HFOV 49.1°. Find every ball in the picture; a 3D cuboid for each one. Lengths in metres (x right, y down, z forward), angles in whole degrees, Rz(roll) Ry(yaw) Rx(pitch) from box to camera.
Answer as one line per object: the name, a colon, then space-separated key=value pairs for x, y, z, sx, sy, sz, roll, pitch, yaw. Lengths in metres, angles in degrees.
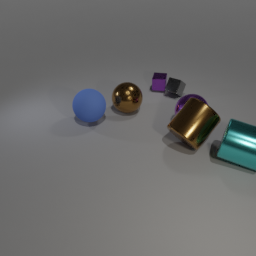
ball: x=2.632 y=-0.709 z=11.560 sx=1.400 sy=1.400 sz=1.400 roll=0 pitch=32 yaw=0
ball: x=-0.037 y=-1.363 z=12.623 sx=1.400 sy=1.400 sz=1.400 roll=0 pitch=32 yaw=0
ball: x=-1.614 y=-0.942 z=11.711 sx=1.400 sy=1.400 sz=1.400 roll=0 pitch=32 yaw=0

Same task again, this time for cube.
cube: x=1.662 y=-2.431 z=14.701 sx=0.700 sy=0.700 sz=0.700 roll=6 pitch=39 yaw=13
cube: x=2.403 y=-2.079 z=14.195 sx=0.700 sy=0.700 sz=0.700 roll=23 pitch=4 yaw=33

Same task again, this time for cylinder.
cylinder: x=3.876 y=0.545 z=9.352 sx=1.400 sy=1.400 sz=1.400 roll=20 pitch=36 yaw=16
cylinder: x=2.368 y=-0.153 z=10.155 sx=1.400 sy=1.400 sz=1.400 roll=-51 pitch=45 yaw=-1
